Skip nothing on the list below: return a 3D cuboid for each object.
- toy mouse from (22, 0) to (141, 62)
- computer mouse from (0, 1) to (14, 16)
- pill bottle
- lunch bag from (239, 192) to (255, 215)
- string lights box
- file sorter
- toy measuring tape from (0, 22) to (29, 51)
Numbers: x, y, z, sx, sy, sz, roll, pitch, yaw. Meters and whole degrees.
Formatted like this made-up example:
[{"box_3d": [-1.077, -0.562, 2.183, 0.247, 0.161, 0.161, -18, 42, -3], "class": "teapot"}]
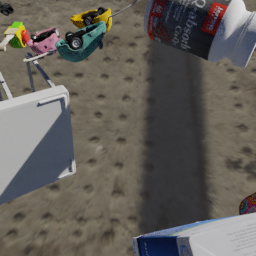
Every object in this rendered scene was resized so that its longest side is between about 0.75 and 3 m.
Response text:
[{"box_3d": [-1.028, -1.427, 4.683, 2.144, 0.415, 1.905, 3, 42, 30], "class": "toy mouse"}, {"box_3d": [-3.379, -3.789, 7.225, 0.364, 0.909, 1.657, -12, 100, 6], "class": "computer mouse"}, {"box_3d": [1.073, -1.473, 3.970, 1.537, 0.890, 0.890, 26, 63, 17], "class": "pill bottle"}, {"box_3d": [2.618, 1.570, 4.608, 0.610, 1.489, 1.312, 19, 43, -21], "class": "lunch bag"}, {"box_3d": [0.726, 1.205, 2.678, 0.987, 1.921, 0.566, -9, 70, -14], "class": "string lights box"}, {"box_3d": [-2.543, 0.095, 4.601, 2.798, 1.942, 1.742, -21, 50, -25], "class": "file sorter"}, {"box_3d": [-2.908, -2.177, 7.142, 0.609, 0.609, 1.654, -1, 42, -1], "class": "toy measuring tape"}]
